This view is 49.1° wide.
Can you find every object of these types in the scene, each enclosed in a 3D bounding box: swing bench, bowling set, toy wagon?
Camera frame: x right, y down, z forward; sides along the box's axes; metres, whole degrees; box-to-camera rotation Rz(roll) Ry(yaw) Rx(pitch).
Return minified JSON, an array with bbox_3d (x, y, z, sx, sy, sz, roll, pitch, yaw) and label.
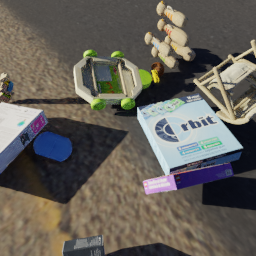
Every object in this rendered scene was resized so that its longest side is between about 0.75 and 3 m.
[{"bbox_3d":[3.076,-1.174,7.737,1.666,1.087,1.675,-35,92,-20],"label":"swing bench"},{"bbox_3d":[1.209,-3.036,10.295,1.976,2.838,1.524,-44,64,-2],"label":"bowling set"},{"bbox_3d":[-0.338,-1.593,9.354,2.815,0.557,2.184,-2,61,-17],"label":"toy wagon"}]

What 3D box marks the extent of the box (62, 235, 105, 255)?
[{"bbox_3d":[-0.830,2.489,5.423,0.777,0.577,0.416,-7,8,-6],"label":"box"}]

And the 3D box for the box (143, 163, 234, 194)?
[{"bbox_3d":[1.326,1.116,6.200,1.654,1.132,0.323,-5,76,-31],"label":"box"}]

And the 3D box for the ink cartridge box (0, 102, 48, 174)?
[{"bbox_3d":[-3.573,0.424,7.319,1.628,0.573,2.729,11,45,25],"label":"ink cartridge box"}]

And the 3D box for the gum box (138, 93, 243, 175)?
[{"bbox_3d":[1.620,0.114,7.933,2.061,0.540,2.426,-14,47,-11],"label":"gum box"}]

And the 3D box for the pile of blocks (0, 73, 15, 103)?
[{"bbox_3d":[-3.852,-1.326,8.965,0.491,1.195,0.371,12,50,-21],"label":"pile of blocks"}]

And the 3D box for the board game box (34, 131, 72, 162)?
[{"bbox_3d":[-2.060,0.543,7.697,1.025,0.200,0.810,20,47,-9],"label":"board game box"}]
